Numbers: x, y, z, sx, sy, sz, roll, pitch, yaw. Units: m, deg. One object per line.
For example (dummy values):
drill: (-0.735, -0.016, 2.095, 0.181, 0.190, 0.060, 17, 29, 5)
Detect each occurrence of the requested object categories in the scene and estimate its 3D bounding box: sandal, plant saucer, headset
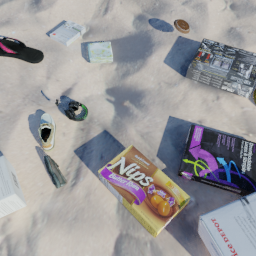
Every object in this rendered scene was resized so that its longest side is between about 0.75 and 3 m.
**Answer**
sandal: (-5.334, -3.787, 13.131, 2.944, 0.663, 1.106, 16, 57, 11)
plant saucer: (2.627, -4.931, 13.491, 0.902, 0.155, 0.902, 10, 61, -18)
headset: (-2.230, -0.768, 11.121, 1.323, 0.622, 0.817, 18, 56, -1)

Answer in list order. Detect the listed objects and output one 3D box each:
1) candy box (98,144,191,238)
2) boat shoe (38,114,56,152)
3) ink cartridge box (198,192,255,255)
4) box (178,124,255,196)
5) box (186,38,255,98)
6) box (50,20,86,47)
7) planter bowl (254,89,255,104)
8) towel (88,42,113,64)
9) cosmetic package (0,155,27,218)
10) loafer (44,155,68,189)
candy box: (0.477, 1.968, 9.188, 1.579, 0.764, 2.706, -37, 65, -23)
boat shoe: (-3.053, 0.058, 10.591, 0.620, 0.567, 1.659, -12, 57, -8)
ink cartridge box: (3.680, 3.067, 7.958, 2.726, 1.171, 1.996, -20, 48, -8)
box: (3.383, 1.138, 9.885, 2.841, 0.513, 2.031, 17, 57, 8)
box: (4.281, -2.715, 12.381, 2.804, 0.698, 2.211, 21, 59, 14)
box: (-2.991, -4.758, 14.014, 1.117, 0.295, 1.433, 29, 60, 19)
planter bowl: (6.418, -1.377, 11.342, 2.277, 0.949, 2.277, 0, 55, 0)
towel: (-1.318, -3.561, 13.208, 1.125, 0.316, 1.314, -5, 56, -7)
cosmetic package: (-4.934, 2.244, 8.707, 2.909, 1.234, 1.565, -22, 60, -14)
loafer: (-2.531, 1.494, 9.767, 0.409, 0.467, 1.300, -15, 62, -33)
